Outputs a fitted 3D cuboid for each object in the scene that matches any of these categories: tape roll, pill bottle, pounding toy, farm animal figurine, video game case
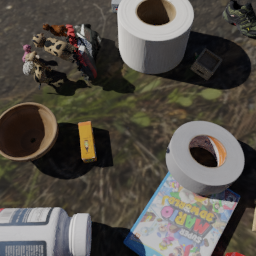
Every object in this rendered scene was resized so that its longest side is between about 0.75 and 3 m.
[{"bbox_3d":[2.261,0.853,8.357,2.174,0.718,2.174,4,55,-5],"label":"tape roll"},{"bbox_3d":[0.927,-3.501,10.117,2.586,1.775,2.586,0,65,0],"label":"tape roll"},{"bbox_3d":[-2.255,2.826,7.183,2.515,1.504,1.504,-1,64,-1],"label":"pill bottle"},{"bbox_3d":[2.776,-2.387,10.272,0.989,0.703,0.910,36,70,5],"label":"pounding toy"},{"bbox_3d":[-2.950,-2.557,9.609,2.194,1.103,1.771,-34,75,21],"label":"farm animal figurine"},{"bbox_3d":[1.581,2.597,7.977,2.137,0.266,2.986,32,68,14],"label":"video game case"}]

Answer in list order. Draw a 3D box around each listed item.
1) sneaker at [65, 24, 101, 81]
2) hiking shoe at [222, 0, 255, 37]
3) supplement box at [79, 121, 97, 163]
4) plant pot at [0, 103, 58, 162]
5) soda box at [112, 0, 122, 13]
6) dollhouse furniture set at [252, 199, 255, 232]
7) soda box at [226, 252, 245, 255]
[{"bbox_3d":[-1.484,-2.894,10.286,1.278,0.924,2.615,-19,64,-7],"label":"sneaker"},{"bbox_3d":[4.640,-4.331,10.966,1.943,0.978,0.736,39,70,17],"label":"hiking shoe"},{"bbox_3d":[-1.293,0.447,8.947,0.425,0.439,1.277,-8,63,-3],"label":"supplement box"},{"bbox_3d":[-3.086,0.237,8.786,1.926,0.889,1.926,0,64,1],"label":"plant pot"},{"bbox_3d":[-0.396,-5.557,11.859,0.491,0.456,1.438,3,64,1],"label":"soda box"},{"bbox_3d":[4.457,3.054,6.803,2.292,1.963,2.410,17,65,8],"label":"dollhouse furniture set"},{"bbox_3d":[2.639,4.334,6.866,0.801,0.725,2.288,20,65,9],"label":"soda box"}]
